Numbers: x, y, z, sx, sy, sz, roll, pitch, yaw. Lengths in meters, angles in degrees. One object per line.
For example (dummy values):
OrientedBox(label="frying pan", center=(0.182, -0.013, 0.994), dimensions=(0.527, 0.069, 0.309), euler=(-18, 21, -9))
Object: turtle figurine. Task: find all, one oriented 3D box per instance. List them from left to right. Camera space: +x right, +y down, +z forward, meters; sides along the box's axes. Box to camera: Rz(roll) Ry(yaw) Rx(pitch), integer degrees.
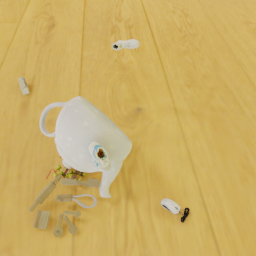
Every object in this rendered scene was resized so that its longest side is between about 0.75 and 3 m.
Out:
OrientedBox(label="turtle figurine", center=(-1.786, 1.328, 8.205), dimensions=(0.965, 0.385, 1.197), euler=(23, 29, 9))

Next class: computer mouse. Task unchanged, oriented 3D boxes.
OrientedBox(label="computer mouse", center=(1.255, 2.163, 7.579), dimensions=(0.817, 0.179, 0.448), euler=(28, 54, 24))

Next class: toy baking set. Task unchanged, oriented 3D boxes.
OrientedBox(label="toy baking set", center=(-1.679, 1.982, 7.515), dimensions=(1.476, 0.224, 1.923), euler=(30, 71, 15))

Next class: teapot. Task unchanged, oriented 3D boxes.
OrientedBox(label="teapot", center=(-1.253, 0.385, 8.119), dimensions=(1.816, 2.454, 2.486), euler=(-46, 28, 4))

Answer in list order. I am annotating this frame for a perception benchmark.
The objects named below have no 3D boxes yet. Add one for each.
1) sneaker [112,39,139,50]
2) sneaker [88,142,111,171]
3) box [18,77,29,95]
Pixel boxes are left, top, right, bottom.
OrientedBox(label="sneaker", center=(-0.100, -2.687, 9.170), dimensions=(0.880, 0.324, 0.508), euler=(8, 34, 32))
OrientedBox(label="sneaker", center=(-0.638, 0.752, 6.791), dimensions=(0.354, 0.926, 0.374), euler=(-44, 38, -21))
OrientedBox(label="box", center=(-4.161, -1.682, 11.158), dimensions=(0.268, 0.322, 0.783), euler=(-18, 50, -17))
